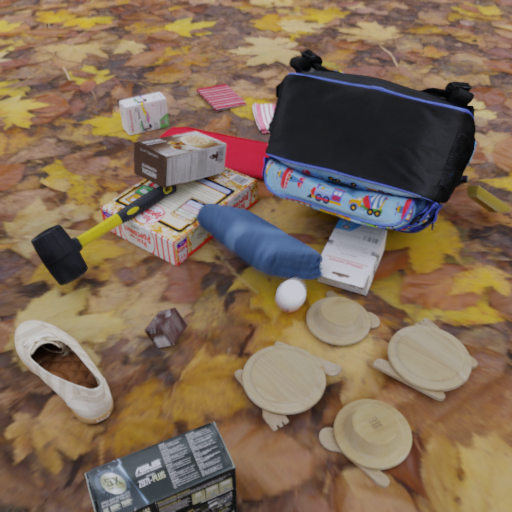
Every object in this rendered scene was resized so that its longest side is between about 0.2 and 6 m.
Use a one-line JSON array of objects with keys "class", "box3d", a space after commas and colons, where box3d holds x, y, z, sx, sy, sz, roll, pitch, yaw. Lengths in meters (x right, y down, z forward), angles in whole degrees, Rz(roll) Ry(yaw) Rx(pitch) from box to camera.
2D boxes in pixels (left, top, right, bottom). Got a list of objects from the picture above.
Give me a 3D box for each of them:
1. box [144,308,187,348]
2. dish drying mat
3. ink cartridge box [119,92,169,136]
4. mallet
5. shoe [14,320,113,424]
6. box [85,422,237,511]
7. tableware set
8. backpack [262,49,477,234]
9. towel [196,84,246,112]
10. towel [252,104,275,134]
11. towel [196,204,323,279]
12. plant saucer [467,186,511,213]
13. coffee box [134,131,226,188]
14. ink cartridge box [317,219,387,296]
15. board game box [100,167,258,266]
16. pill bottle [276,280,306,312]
[{"class": "box", "box3d": [-1.560, 1.250, 9.697, 0.434, 0.430, 0.523, -17, 25, 34]}, {"class": "dish drying mat", "box3d": [-0.703, -2.640, 14.372, 3.952, 0.360, 1.518, 15, 44, 16]}, {"class": "ink cartridge box", "box3d": [-3.084, -3.918, 15.459, 1.197, 0.867, 0.503, -20, 45, -21]}, {"class": "mallet", "box3d": [-2.784, -0.534, 11.211, 3.260, 1.074, 0.671, -30, 15, -36]}, {"class": "shoe", "box3d": [-3.174, 1.692, 9.134, 2.523, 0.673, 0.882, 32, 50, 32]}, {"class": "box", "box3d": [-1.139, 3.030, 7.063, 1.672, 1.369, 0.720, -17, 44, -18]}, {"class": "tableware set", "box3d": [1.640, 1.869, 9.161, 2.951, 0.410, 3.533, 29, 49, 29]}, {"class": "backpack", "box3d": [2.575, -2.172, 11.891, 3.901, 2.874, 4.273, 20, 10, 22]}, {"class": "towel", "box3d": [-1.072, -4.815, 17.042, 1.058, 0.165, 1.463, -18, 46, -22]}, {"class": "towel", "box3d": [0.953, -3.982, 15.979, 1.971, 0.295, 1.442, -6, 42, -7]}, {"class": "towel", "box3d": [-0.008, -0.266, 10.691, 1.456, 0.633, 2.608, 9, 18, -38]}, {"class": "plant saucer", "box3d": [4.993, -1.194, 12.167, 0.864, 0.209, 0.864, 35, 9, 1]}, {"class": "coffee box", "box3d": [-1.639, -2.126, 12.159, 1.028, 0.717, 1.798, 28, 33, 33]}, {"class": "ink cartridge box", "box3d": [1.837, 0.106, 11.003, 1.024, 0.590, 1.768, 16, 45, 18]}, {"class": "board game box", "box3d": [-1.637, -1.160, 12.432, 2.147, 0.656, 2.834, 26, 47, 27]}, {"class": "pill bottle", "box3d": [0.616, 0.711, 10.007, 0.518, 0.945, 0.518, 0, 79, 1]}]
